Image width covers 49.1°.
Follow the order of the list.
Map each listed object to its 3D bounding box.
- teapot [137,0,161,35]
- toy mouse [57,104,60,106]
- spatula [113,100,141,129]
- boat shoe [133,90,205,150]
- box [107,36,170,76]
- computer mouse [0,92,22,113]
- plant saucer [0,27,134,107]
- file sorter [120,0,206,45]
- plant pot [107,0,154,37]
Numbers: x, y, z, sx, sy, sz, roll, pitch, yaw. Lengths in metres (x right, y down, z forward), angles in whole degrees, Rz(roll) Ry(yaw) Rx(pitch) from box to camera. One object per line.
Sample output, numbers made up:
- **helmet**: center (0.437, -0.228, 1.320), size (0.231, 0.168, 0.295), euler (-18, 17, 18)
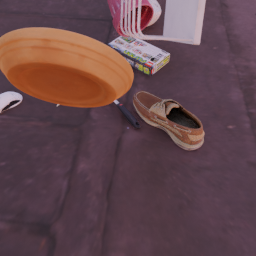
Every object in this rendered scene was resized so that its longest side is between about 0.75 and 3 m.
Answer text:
- **teapot**: center (0.392, -4.662, 11.189), size (1.685, 1.247, 1.707), euler (47, 41, -1)
- **toy mouse**: center (-1.897, -1.558, 9.070), size (2.319, 0.449, 2.061), euler (14, 52, 12)
- **spatula**: center (-0.427, -0.777, 8.454), size (0.675, 0.246, 2.389), euler (-16, 52, -45)
- **boat shoe**: center (1.139, -0.431, 7.851), size (2.479, 0.890, 0.939), euler (37, 59, 26)
- **box**: center (0.331, -2.686, 10.060), size (2.062, 0.358, 1.135), euler (34, 58, 25)
- **computer mouse**: center (-3.979, -0.718, 8.446), size (1.580, 0.347, 0.866), euler (-36, 58, -26)
- **plant saucer**: center (-1.076, -0.857, 4.832), size (2.330, 2.330, 0.436), euler (6, 75, 5)
- **file sorter**: center (0.490, -2.002, 4.602), size (0.988, 1.101, 1.587), euler (-1, 20, -11)
- **plant pot**: center (-0.022, -3.165, 7.387), size (1.098, 1.098, 0.983), euler (-24, 75, -19)
